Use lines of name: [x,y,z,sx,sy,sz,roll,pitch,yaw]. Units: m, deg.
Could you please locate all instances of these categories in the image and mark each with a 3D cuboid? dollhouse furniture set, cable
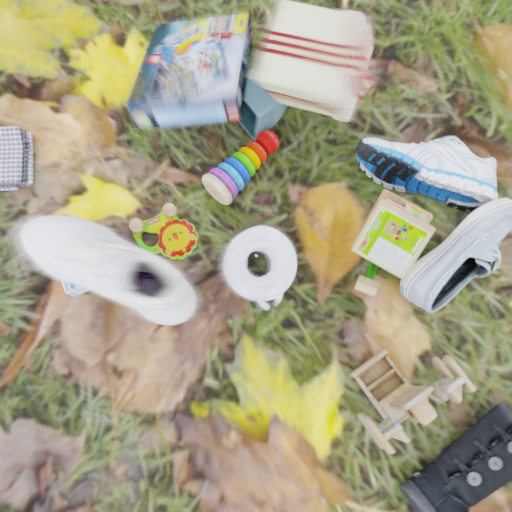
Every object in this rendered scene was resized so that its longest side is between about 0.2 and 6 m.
dollhouse furniture set: [2.406,2.266,9.535,1.688,1.838,1.196,-35,79,-7]
cable: [0.078,0.155,10.516,1.382,0.478,1.382,35,80,-6]

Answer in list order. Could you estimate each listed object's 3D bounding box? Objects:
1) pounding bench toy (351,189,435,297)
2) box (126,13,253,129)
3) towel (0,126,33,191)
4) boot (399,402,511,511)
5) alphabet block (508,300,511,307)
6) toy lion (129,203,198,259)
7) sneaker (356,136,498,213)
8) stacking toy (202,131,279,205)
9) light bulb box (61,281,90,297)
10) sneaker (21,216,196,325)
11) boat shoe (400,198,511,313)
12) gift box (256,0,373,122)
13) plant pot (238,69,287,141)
pounding bench toy: [2.397,-0.189,10.441,1.061,1.332,1.708,30,110,6]
box: [-1.154,-3.576,10.648,1.971,0.544,2.885,-3,49,10]
towel: [-5.215,-1.916,11.051,1.499,0.641,1.241,-3,79,-1]
boot: [4.059,4.064,9.740,2.464,0.809,2.031,-35,82,-11]
alphabet block: [5.051,0.895,10.619,0.308,0.306,0.313,-42,80,-10]
toy lion: [-1.749,-0.394,10.904,1.134,0.389,1.087,-25,87,-5]
sneaker: [3.358,-1.854,10.940,2.879,1.079,1.247,19,72,-4]
stacking toy: [-0.218,-1.827,11.027,0.748,0.748,1.753,43,77,8]
light bulb box: [-3.276,0.230,10.646,0.837,0.522,0.830,-21,79,-4]
sneaker: [-2.314,0.031,8.763,3.007,1.498,1.126,23,73,3]
boat shoe: [3.949,0.063,10.326,2.720,0.949,0.969,-40,45,-2]
gift box: [1.170,-3.432,9.631,1.676,1.657,1.795,20,100,16]
plant pot: [0.113,-3.131,11.187,1.014,0.995,0.992,-35,80,-14]
